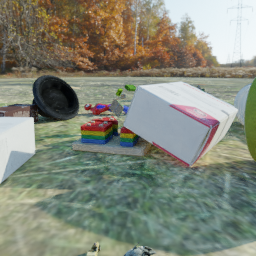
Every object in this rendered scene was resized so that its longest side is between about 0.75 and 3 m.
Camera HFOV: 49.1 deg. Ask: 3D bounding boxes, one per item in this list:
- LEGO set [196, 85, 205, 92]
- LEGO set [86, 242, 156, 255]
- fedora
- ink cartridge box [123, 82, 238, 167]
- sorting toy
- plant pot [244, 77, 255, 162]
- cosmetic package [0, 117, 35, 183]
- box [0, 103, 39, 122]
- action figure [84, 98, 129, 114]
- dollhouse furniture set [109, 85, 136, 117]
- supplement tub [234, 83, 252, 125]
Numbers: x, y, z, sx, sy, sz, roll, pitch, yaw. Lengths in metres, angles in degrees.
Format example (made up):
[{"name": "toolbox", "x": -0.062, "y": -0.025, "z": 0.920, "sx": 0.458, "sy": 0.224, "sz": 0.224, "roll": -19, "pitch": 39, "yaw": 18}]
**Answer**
[{"name": "LEGO set", "x": 2.335, "y": -0.576, "z": 10.000, "sx": 1.145, "sy": 1.519, "sz": 1.976, "roll": -39, "pitch": 17, "yaw": 33}, {"name": "LEGO set", "x": -0.020, "y": 1.439, "z": 3.023, "sx": 1.100, "sy": 0.312, "sz": 0.714, "roll": 2, "pitch": 13, "yaw": 9}, {"name": "fedora", "x": -3.175, "y": -1.110, "z": 11.749, "sx": 1.051, "sy": 2.301, "sz": 2.301, "roll": -28, "pitch": -4, "yaw": 32}, {"name": "ink cartridge box", "x": 1.517, "y": -0.293, "z": 7.425, "sx": 2.013, "sy": 1.138, "sz": 2.748, "roll": 32, "pitch": 25, "yaw": 23}, {"name": "sorting toy", "x": -0.291, "y": 0.108, "z": 7.995, "sx": 1.954, "sy": 0.680, "sz": 1.943, "roll": 3, "pitch": 13, "yaw": 15}, {"name": "plant pot", "x": 3.809, "y": -0.173, "z": 5.533, "sx": 2.047, "sy": 2.047, "sz": 2.188, "roll": -12, "pitch": 10, "yaw": -42}, {"name": "cosmetic package", "x": -3.042, "y": 0.483, "z": 5.671, "sx": 1.395, "sy": 0.980, "sz": 2.750, "roll": 1, "pitch": 13, "yaw": 3}, {"name": "box", "x": -4.256, "y": -0.415, "z": 10.229, "sx": 0.999, "sy": 0.748, "sz": 1.996, "roll": 3, "pitch": 15, "yaw": 13}, {"name": "action figure", "x": -0.656, "y": -0.934, "z": 12.768, "sx": 2.727, "sy": 0.705, "sz": 0.892, "roll": -2, "pitch": 15, "yaw": 5}, {"name": "dollhouse furniture set", "x": -0.144, "y": -0.941, "z": 9.433, "sx": 0.434, "sy": 1.124, "sz": 0.562, "roll": -3, "pitch": 40, "yaw": -50}, {"name": "supplement tub", "x": 5.256, "y": -0.908, "z": 10.283, "sx": 2.696, "sy": 1.652, "sz": 1.652, "roll": -11, "pitch": 17, "yaw": -40}]
